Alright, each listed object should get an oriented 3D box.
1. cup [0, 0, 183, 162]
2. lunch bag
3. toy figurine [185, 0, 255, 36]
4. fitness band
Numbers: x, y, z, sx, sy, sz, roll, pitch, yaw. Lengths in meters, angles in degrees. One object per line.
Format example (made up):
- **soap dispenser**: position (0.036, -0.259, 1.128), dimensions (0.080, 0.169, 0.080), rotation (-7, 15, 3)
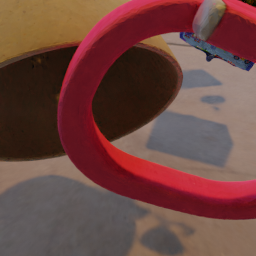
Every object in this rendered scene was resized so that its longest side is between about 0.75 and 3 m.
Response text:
- **cup**: position (-0.894, -0.933, 3.545), dimensions (2.655, 2.655, 1.899), rotation (-12, 69, -17)
- **lunch bag**: position (2.102, -2.253, 5.866), dimensions (1.841, 2.445, 1.150), rotation (29, 62, 12)
- **toy figurine**: position (0.774, -1.781, 3.501), dimensions (2.201, 1.319, 1.161), rotation (36, 77, 4)
- **fitness band**: position (0.732, 0.048, 2.353), dimensions (2.606, 1.872, 0.488), rotation (19, 36, -15)
